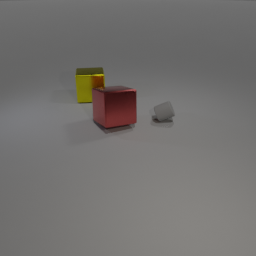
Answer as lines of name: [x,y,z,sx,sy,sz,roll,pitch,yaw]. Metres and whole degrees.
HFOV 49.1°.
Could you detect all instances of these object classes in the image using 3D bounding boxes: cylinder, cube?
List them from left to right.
cube: [-1.894,-2.202,14.196,1.400,1.400,1.400,-4,27,-7]
cube: [-0.572,-0.923,11.507,1.400,1.400,1.400,-9,18,-26]
cylinder: [1.554,-0.716,11.937,0.700,0.700,0.700,-21,24,16]
